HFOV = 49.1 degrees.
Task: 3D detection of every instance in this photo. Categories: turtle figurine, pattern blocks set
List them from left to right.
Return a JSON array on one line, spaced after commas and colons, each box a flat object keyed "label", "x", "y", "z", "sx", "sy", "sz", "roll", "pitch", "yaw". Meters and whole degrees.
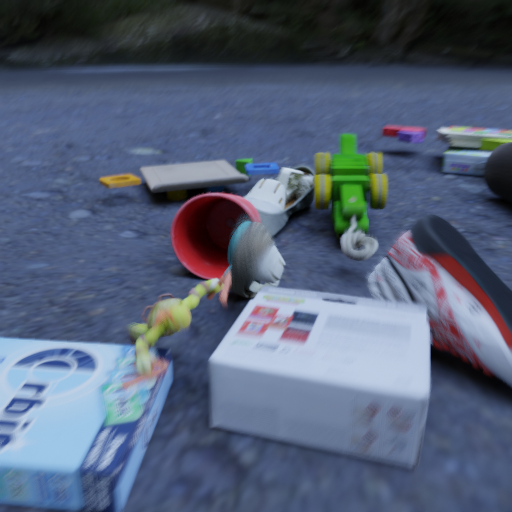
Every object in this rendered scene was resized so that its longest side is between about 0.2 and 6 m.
[{"label": "turtle figurine", "x": -0.884, "y": 0.656, "z": 5.228, "sx": 1.418, "sy": 0.457, "sz": 1.144, "roll": -50, "pitch": 9, "yaw": -27}, {"label": "pattern blocks set", "x": 5.681, "y": -2.859, "z": 13.638, "sx": 4.567, "sy": 0.370, "sz": 4.014, "roll": 3, "pitch": 16, "yaw": -2}]

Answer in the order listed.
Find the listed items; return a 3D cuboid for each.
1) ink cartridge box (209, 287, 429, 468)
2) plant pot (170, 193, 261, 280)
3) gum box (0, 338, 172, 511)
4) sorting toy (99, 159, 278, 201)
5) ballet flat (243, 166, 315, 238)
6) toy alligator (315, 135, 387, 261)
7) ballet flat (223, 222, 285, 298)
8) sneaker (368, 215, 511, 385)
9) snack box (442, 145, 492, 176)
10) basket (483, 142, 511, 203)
[{"label": "ink cartridge box", "x": 0.665, "y": 0.989, "z": 5.200, "sx": 1.767, "sy": 0.741, "sz": 1.551, "roll": 7, "pitch": 24, "yaw": 16}, {"label": "plant pot", "x": -0.464, "y": -0.368, "z": 8.042, "sx": 1.246, "sy": 1.246, "sz": 1.103, "roll": 4, "pitch": 15, "yaw": 11}, {"label": "gum box", "x": -1.849, "y": 1.335, "z": 4.790, "sx": 1.920, "sy": 0.428, "sz": 1.631, "roll": 2, "pitch": 23, "yaw": 5}, {"label": "sorting toy", "x": -1.362, "y": -1.553, "z": 11.674, "sx": 3.668, "sy": 0.500, "sz": 2.065, "roll": -8, "pitch": 20, "yaw": -17}, {"label": "ballet flat", "x": 0.293, "y": -1.027, "z": 9.760, "sx": 0.937, "sy": 0.885, "sz": 2.780, "roll": 22, "pitch": 29, "yaw": 18}, {"label": "toy alligator", "x": 1.534, "y": -0.779, "z": 9.210, "sx": 1.139, "sy": 1.042, "sz": 3.840, "roll": 0, "pitch": 37, "yaw": 6}, {"label": "ballet flat", "x": -0.001, "y": 0.128, "z": 6.528, "sx": 0.670, "sy": 1.779, "sz": 0.603, "roll": 36, "pitch": 71, "yaw": 5}, {"label": "sneaker", "x": 2.079, "y": 0.758, "z": 5.781, "sx": 0.741, "sy": 1.190, "sz": 2.220, "roll": -12, "pitch": 61, "yaw": -44}, {"label": "snack box", "x": 5.505, "y": -2.239, "z": 13.235, "sx": 1.957, "sy": 0.519, "sz": 1.392, "roll": 10, "pitch": 24, "yaw": 22}, {"label": "basket", "x": 5.253, "y": -1.520, "z": 10.311, "sx": 1.330, "sy": 1.764, "sz": 1.956, "roll": -7, "pitch": 15, "yaw": -12}]
